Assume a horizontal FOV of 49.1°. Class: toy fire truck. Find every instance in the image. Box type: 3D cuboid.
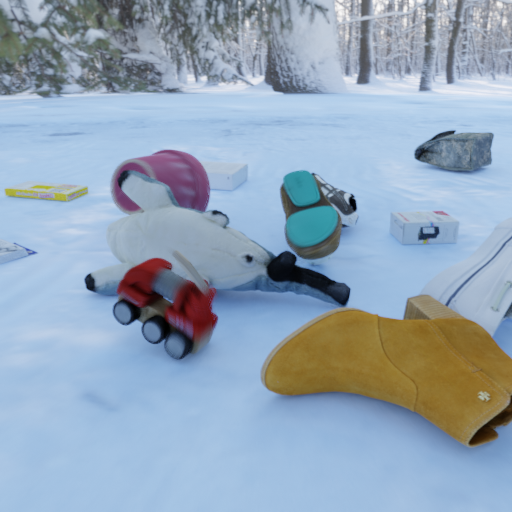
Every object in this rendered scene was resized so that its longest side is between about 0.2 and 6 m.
[{"bbox_3d":[-0.978,0.366,6.358,1.177,1.338,0.861,30,27,15],"label":"toy fire truck"}]

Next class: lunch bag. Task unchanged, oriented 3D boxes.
[{"bbox_3d":[5.887,-3.182,16.801,1.918,1.128,1.573,12,21,41],"label":"lunch bag"}]

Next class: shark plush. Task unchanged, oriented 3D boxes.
[{"bbox_3d":[-0.580,-0.163,8.433,4.079,1.853,1.699,2,-11,19],"label":"shark plush"}]

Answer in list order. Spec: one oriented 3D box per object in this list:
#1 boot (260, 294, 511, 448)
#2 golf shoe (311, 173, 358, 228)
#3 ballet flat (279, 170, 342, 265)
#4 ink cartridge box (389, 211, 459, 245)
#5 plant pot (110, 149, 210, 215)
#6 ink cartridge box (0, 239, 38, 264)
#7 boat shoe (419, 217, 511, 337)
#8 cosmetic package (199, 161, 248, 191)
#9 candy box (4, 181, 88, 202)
[{"bbox_3d":[1.399,1.203,5.408,2.362,0.831,1.691,-17,35,-18],"label":"boot"},{"bbox_3d":[1.512,-1.057,11.641,1.087,0.894,2.301,11,26,-4],"label":"golf shoe"},{"bbox_3d":[0.907,-0.486,9.425,0.950,1.013,2.800,-15,30,2],"label":"ballet flat"},{"bbox_3d":[3.147,-0.540,10.581,1.065,0.441,0.776,-2,20,-5],"label":"ink cartridge box"},{"bbox_3d":[-1.752,-1.172,9.820,1.474,1.474,1.320,10,7,26],"label":"plant pot"},{"bbox_3d":[-4.415,-0.098,9.779,0.857,0.174,0.858,16,25,36],"label":"ink cartridge box"},{"bbox_3d":[3.264,0.426,7.408,3.101,1.140,1.035,-29,48,-36],"label":"boat shoe"},{"bbox_3d":[-1.292,-2.165,14.928,1.860,0.481,1.402,6,19,15],"label":"cosmetic package"},{"bbox_3d":[-5.136,-1.593,13.735,1.767,0.233,0.903,6,19,16],"label":"candy box"}]
